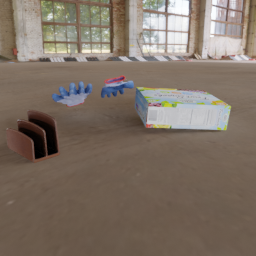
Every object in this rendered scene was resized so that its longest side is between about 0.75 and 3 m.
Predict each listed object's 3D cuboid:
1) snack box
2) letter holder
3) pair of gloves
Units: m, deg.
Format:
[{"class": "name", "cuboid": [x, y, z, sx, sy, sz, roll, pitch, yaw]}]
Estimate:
[{"class": "snack box", "cuboid": [1.623, -0.675, 9.038, 2.523, 0.854, 2.128, 1, 20, -8]}, {"class": "letter holder", "cuboid": [-2.293, 0.123, 6.635, 1.337, 0.950, 0.672, 16, 23, 42]}, {"class": "pair of gloves", "cuboid": [-1.160, -1.330, 9.967, 2.913, 0.332, 2.342, -15, -4, -6]}]
